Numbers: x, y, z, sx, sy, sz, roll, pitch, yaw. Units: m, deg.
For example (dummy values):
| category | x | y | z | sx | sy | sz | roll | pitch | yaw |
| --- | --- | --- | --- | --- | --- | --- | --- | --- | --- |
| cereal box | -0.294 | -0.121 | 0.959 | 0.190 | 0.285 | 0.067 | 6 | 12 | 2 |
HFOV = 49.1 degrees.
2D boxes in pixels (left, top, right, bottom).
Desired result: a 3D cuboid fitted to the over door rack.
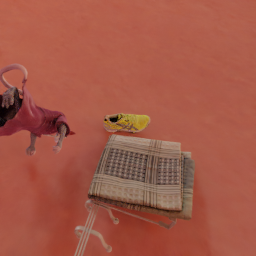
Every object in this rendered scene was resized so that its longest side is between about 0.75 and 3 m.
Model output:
| category | x | y | z | sx | sy | sz | roll | pitch | yaw |
| --- | --- | --- | --- | --- | --- | --- | --- | --- | --- |
| over door rack | -0.118 | 2.575 | 6.143 | 2.188 | 0.729 | 1.616 | 11 | 39 | 5 |

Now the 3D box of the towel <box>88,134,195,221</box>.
| category | x | y | z | sx | sy | sz | roll | pitch | yaw |
| --- | --- | --- | --- | --- | --- | --- | --- | --- | --- |
| towel | 0.477 | 1.098 | 7.318 | 2.566 | 0.443 | 2.470 | 11 | 35 | 5 |

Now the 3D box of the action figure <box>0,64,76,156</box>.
| category | x | y | z | sx | sy | sz | roll | pitch | yaw |
| --- | --- | --- | --- | --- | --- | --- | --- | --- | --- |
| action figure | -2.454 | -0.251 | 7.429 | 1.769 | 2.640 | 1.966 | -7 | 79 | 30 |

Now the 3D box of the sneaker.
| category | x | y | z | sx | sy | sz | roll | pitch | yaw |
| --- | --- | --- | --- | --- | --- | --- | --- | --- | --- |
| sneaker | -0.046 | -0.184 | 8.633 | 1.480 | 0.565 | 0.558 | -7 | 62 | 1 |
